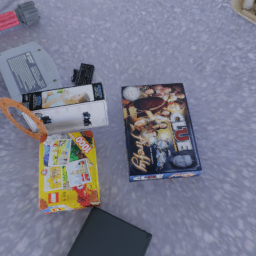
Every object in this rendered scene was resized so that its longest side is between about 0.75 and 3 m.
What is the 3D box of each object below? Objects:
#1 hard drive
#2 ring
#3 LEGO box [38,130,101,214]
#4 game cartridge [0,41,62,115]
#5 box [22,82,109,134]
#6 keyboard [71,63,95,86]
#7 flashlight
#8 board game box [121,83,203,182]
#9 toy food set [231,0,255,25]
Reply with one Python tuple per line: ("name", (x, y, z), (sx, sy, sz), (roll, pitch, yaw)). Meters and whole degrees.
("hard drive", (-0.598, 3.051, 6.119), (1.553, 0.366, 2.225), (23, 63, 12))
("ring", (-2.684, -0.232, 7.275), (1.530, 1.530, 0.147), (26, 57, 14))
("LEGO box", (-1.466, 1.081, 7.016), (1.364, 0.707, 1.831), (-7, 61, -4))
("game cartridge", (-3.001, -1.619, 8.683), (1.599, 0.499, 2.401), (-23, 63, -17))
("box", (-1.627, -0.485, 7.607), (2.115, 1.234, 0.636), (-9, 59, -4))
("keyboard", (-1.468, -1.562, 8.755), (0.664, 0.253, 1.275), (5, 60, 3))
("flashlight", (-4.398, -3.518, 9.438), (2.819, 0.958, 0.954), (-25, 76, -13))
("board game box", (0.820, 0.029, 7.657), (1.848, 0.472, 2.728), (-4, 62, -4))
("toy food set", (5.391, -4.396, 9.974), (2.000, 0.842, 2.787), (-37, 67, -18))
